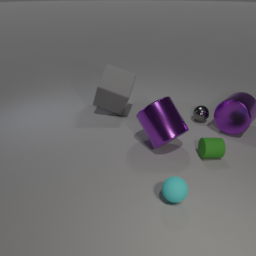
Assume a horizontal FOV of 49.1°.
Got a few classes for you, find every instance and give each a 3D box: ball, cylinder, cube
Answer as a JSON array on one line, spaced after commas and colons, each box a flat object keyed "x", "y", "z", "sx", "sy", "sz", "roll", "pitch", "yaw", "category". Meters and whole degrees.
[{"x": 3.150, "y": -0.625, "z": 12.075, "sx": 0.700, "sy": 0.700, "sz": 0.700, "roll": 0, "pitch": 28, "yaw": 0, "category": "ball"}, {"x": 4.344, "y": -0.614, "z": 11.221, "sx": 1.400, "sy": 1.400, "sz": 1.400, "roll": 18, "pitch": 29, "yaw": 31, "category": "cylinder"}, {"x": -0.607, "y": -1.679, "z": 12.359, "sx": 1.400, "sy": 1.400, "sz": 1.400, "roll": 19, "pitch": 57, "yaw": -5, "category": "cube"}, {"x": 1.271, "y": 1.666, "z": 7.592, "sx": 0.700, "sy": 0.700, "sz": 0.700, "roll": 0, "pitch": 28, "yaw": 0, "category": "ball"}, {"x": 2.857, "y": 0.677, "z": 9.591, "sx": 0.700, "sy": 0.700, "sz": 0.700, "roll": 1, "pitch": 28, "yaw": -8, "category": "cylinder"}, {"x": 1.218, "y": -0.181, "z": 9.961, "sx": 1.400, "sy": 1.400, "sz": 1.400, "roll": -28, "pitch": -8, "yaw": -4, "category": "cylinder"}]
